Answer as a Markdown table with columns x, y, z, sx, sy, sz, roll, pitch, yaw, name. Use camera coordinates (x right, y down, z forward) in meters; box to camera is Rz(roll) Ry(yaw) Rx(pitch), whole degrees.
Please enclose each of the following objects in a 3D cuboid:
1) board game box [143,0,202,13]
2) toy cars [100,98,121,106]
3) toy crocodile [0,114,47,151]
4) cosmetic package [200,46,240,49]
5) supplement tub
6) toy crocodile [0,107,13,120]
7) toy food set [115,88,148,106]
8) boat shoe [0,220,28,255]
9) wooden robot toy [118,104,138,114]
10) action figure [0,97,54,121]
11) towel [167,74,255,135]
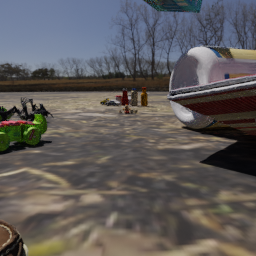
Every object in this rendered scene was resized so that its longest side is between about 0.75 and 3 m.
| x | y | z | sx | sy | sz | roll | pitch | yaw | name |
| --- | --- | --- | --- | --- | --- | --- | --- | --- | --- |
| 1.158 | -4.141 | 8.581 | 1.587 | 0.493 | 2.102 | 17 | 10 | 32 | board game box |
| -0.988 | -1.459 | 15.520 | 0.782 | 0.386 | 1.745 | -4 | 10 | -24 | toy cars |
| -2.166 | 0.078 | 5.082 | 0.566 | 0.517 | 1.675 | 6 | 11 | 36 | toy crocodile |
| 3.654 | -1.982 | 11.555 | 1.963 | 2.604 | 0.673 | -4 | 7 | -24 | cosmetic package |
| 2.739 | -1.037 | 7.377 | 2.792 | 2.020 | 2.020 | -2 | 9 | -21 | supplement tub |
| -4.189 | -0.409 | 8.903 | 1.194 | 0.369 | 0.403 | 4 | 50 | 16 | toy crocodile |
| 0.058 | -1.729 | 15.334 | 1.029 | 0.970 | 2.155 | -7 | 11 | -40 | toy food set |
| -1.131 | 0.621 | 0.719 | 0.759 | 0.760 | 2.055 | 5 | 10 | 27 | boat shoe |
| -0.003 | -0.750 | 11.016 | 0.777 | 0.353 | 0.342 | -1 | 8 | -6 | wooden robot toy |
| -3.050 | -0.553 | 8.438 | 1.532 | 0.782 | 0.911 | -3 | -2 | -10 | action figure |
| 2.333 | -0.317 | 4.638 | 2.866 | 0.326 | 2.064 | 16 | -14 | -40 | towel |
